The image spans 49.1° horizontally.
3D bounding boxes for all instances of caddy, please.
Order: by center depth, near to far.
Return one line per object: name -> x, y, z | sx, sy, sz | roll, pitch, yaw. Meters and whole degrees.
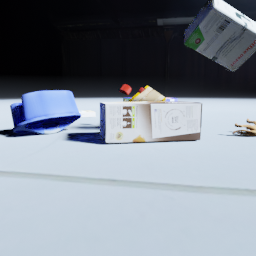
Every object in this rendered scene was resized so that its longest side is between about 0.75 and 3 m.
caddy -> -2.560, -0.375, 8.854 | 1.590, 1.180, 2.249 | -24, -8, 39

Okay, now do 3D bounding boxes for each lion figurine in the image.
lion figurine -> 3.913, 0.030, 8.529 | 1.473, 0.534, 0.902 | -24, 29, -37

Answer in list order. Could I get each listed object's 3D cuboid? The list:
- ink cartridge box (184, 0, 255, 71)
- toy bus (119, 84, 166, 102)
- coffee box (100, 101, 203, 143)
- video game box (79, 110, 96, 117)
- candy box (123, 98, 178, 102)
ink cartridge box -> 2.729, -2.643, 7.997 | 1.825, 0.758, 1.338 | 25, -43, -16
toy bus -> 0.436, -0.544, 10.129 | 2.056, 1.940, 1.063 | 0, -36, -5
coffee box -> 0.568, -0.221, 7.903 | 2.611, 1.041, 1.493 | -1, 8, -11
video game box -> -2.397, -0.724, 14.366 | 1.233, 0.289, 1.123 | -3, 11, -22
candy box -> 1.261, -1.203, 15.358 | 2.463, 0.949, 2.082 | 3, 7, 27
